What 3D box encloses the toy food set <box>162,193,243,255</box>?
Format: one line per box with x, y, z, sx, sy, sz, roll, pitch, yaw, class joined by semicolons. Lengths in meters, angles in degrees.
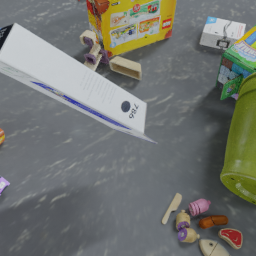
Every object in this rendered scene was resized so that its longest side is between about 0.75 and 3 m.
1.687;2.114;6.009;1.768;0.278;1.124;27;60;17;toy food set

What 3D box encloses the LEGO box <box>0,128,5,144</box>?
-4.210;0.405;6.603;1.455;0.754;1.953;40;62;-3;LEGO box

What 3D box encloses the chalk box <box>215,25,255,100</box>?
3.505;-1.596;7.752;2.378;1.484;1.474;-41;63;-15;chalk box

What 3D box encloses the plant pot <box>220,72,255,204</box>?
3.229;0.414;6.098;2.483;2.483;2.391;26;71;17;plant pot

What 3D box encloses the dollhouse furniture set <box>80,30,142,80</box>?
-0.596;-1.682;8.160;1.842;1.460;1.308;21;73;11;dollhouse furniture set

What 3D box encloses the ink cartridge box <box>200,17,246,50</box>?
3.361;-3.135;9.467;1.621;0.541;0.939;16;57;11;ink cartridge box

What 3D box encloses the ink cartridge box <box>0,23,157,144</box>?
-0.807;-0.609;4.668;1.473;2.962;0.581;17;80;51;ink cartridge box

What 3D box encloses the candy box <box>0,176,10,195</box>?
-3.656;1.384;5.768;0.622;1.459;1.740;-1;45;47;candy box

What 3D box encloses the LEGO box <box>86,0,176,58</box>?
0.149;-3.617;8.921;2.658;1.980;1.026;-22;58;-15;LEGO box
